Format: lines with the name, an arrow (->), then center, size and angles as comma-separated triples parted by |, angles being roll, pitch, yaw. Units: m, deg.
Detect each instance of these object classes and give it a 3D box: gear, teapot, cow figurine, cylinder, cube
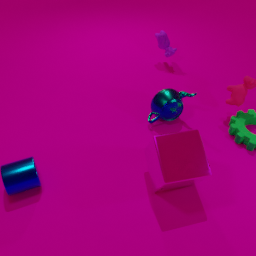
gear -> 3.660, 0.062, 7.913 | 1.526, 0.282, 1.526 | 1, 42, -1
teapot -> 1.230, -0.650, 8.145 | 1.593, 0.991, 0.780 | -35, 39, 3
cow figurine -> 3.298, -1.040, 8.027 | 0.872, 0.886, 0.486 | 6, 1, 40
cow figurine -> 1.417, -3.149, 10.532 | 0.524, 0.955, 0.940 | -27, 34, 0
cylinder -> -2.452, 1.100, 6.446 | 0.730, 0.730, 0.730 | -16, 45, -17
cube -> 1.067, 0.761, 6.306 | 1.055, 1.055, 1.055 | -8, 69, -11
